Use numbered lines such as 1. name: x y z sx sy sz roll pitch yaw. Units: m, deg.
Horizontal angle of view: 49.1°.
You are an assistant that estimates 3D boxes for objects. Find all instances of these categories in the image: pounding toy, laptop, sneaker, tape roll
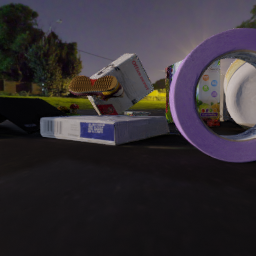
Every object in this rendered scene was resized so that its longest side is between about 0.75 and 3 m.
1. pounding toy: -2.066 -0.489 9.713 1.155 0.694 1.496 -1 5 -12
2. laptop: -3.283 -0.061 7.833 2.934 1.515 2.600 -25 -4 18
3. sneaker: -0.941 -1.087 8.180 1.717 0.643 0.774 7 -23 29
4. tape roll: 1.237 -0.360 3.263 1.462 1.462 0.479 0 4 3

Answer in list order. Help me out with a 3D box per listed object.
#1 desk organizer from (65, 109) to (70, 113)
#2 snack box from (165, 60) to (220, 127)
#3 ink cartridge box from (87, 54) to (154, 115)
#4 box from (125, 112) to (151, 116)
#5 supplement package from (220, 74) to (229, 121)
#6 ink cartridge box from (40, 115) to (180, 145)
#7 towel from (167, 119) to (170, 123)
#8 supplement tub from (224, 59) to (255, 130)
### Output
1. desk organizer: -2.882 -0.486 10.782 0.577 0.537 1.498 5 6 23
2. snack box: 2.031 -1.179 9.329 0.782 2.098 2.951 -4 5 -10
3. ink cartridge box: -0.363 -1.439 9.861 2.093 1.520 0.872 -36 25 -10
4. box: 0.499 -0.743 15.327 1.033 0.301 1.509 -1 5 -16
5. supplement package: 3.002 -1.284 12.027 2.426 1.890 1.345 3 5 26
6. ink cartridge box: -0.324 -0.049 5.871 2.133 0.434 2.137 4 6 39
7. towel: 0.726 -0.222 9.937 1.306 0.200 0.974 5 9 31
8. supplement tub: 3.306 -1.013 6.945 1.742 1.742 2.412 1 19 17
